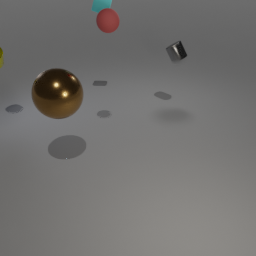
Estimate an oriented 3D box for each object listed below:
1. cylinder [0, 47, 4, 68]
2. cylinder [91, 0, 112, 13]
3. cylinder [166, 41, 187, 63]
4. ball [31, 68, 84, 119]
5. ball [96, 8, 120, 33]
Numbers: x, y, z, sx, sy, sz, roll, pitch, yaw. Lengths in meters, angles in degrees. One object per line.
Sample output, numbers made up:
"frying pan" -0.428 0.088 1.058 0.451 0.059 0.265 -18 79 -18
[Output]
"cylinder" -4.927 -2.593 10.226 0.700 0.700 0.700 7 70 -20
"cylinder" -1.089 -5.086 11.546 0.700 0.700 0.700 15 29 -13
"cylinder" 2.032 -3.182 11.736 0.700 0.700 0.700 -27 17 9
"ball" -1.939 -0.944 7.760 1.400 1.400 1.400 0 31 0
"ball" -0.601 -3.217 8.401 0.700 0.700 0.700 0 31 0
